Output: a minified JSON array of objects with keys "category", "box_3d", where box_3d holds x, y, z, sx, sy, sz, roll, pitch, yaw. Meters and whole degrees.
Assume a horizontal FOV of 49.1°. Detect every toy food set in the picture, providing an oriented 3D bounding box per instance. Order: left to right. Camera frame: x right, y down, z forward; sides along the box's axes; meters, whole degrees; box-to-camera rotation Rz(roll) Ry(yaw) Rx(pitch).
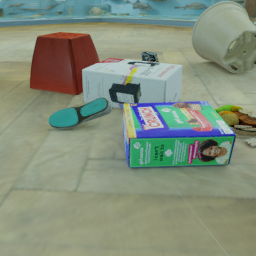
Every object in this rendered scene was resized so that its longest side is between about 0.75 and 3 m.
[{"category":"toy food set","box_3d":[3.062,-0.253,7.460,1.454,0.423,2.106,-10,28,-20]}]

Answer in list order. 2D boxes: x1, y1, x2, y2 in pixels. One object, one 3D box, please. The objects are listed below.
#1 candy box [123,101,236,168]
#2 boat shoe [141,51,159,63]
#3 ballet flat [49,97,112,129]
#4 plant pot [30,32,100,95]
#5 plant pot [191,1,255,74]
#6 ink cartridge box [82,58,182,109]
[{"category":"candy box","box_3d":[0.987,0.072,6.327,2.145,0.826,1.814,-3,27,-4]},{"category":"boat shoe","box_3d":[0.982,-2.369,11.117,0.806,1.034,2.278,-8,27,-16]},{"category":"ballet flat","box_3d":[-1.230,-0.319,7.424,1.716,0.578,0.546,-18,-19,7]},{"category":"plant pot","box_3d":[-2.331,-2.563,10.576,2.124,1.871,2.122,10,27,21]},{"category":"plant pot","box_3d":[4.742,-3.906,12.722,2.915,2.915,2.668,-4,37,-8]},{"category":"ink cartridge box","box_3d":[0.213,-1.442,9.092,2.728,1.130,1.988,11,28,21]}]
